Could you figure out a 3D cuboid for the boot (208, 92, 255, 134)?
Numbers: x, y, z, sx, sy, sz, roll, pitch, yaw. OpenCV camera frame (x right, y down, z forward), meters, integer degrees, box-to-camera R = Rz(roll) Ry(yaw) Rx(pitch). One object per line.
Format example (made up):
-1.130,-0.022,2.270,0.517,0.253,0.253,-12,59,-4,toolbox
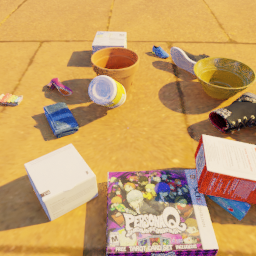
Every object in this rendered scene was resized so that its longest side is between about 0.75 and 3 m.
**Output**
4.398,-0.194,9.818,2.022,0.966,2.677,-23,41,-20,boot

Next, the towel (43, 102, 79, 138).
-2.487,-0.352,10.375,0.932,0.405,1.669,-18,45,-20,towel

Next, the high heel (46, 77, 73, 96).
-2.770,-1.814,11.947,1.468,0.495,0.704,15,53,35,high heel

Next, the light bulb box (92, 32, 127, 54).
-0.875,-4.037,14.017,1.580,0.995,1.594,2,41,3,light bulb box

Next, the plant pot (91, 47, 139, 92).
-0.529,-2.363,11.876,1.978,1.384,1.978,1,42,0,plant pot

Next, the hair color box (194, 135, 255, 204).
3.419,1.244,7.842,2.888,0.923,1.601,11,35,2,hair color box

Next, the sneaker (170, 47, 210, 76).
3.072,-3.285,13.409,1.115,0.795,2.249,-26,54,-29,sneaker

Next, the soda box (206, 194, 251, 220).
2.754,1.999,7.779,0.363,0.384,1.132,-31,51,-30,soda box

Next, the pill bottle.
-0.671,-1.275,10.379,1.023,1.023,1.839,13,1,14,pill bottle

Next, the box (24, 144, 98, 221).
-1.868,1.478,7.901,1.503,0.988,1.511,-24,47,-24,box

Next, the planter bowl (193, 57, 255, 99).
3.896,-1.921,11.654,2.472,1.029,2.472,0,43,0,planter bowl

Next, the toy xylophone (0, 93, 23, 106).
-4.733,-1.198,11.438,0.956,0.240,0.700,4,42,4,toy xylophone

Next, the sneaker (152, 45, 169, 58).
1.664,-3.914,14.327,0.358,0.426,1.086,-31,52,-33,sneaker

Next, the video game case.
0.767,2.197,7.491,2.676,0.479,2.425,-1,42,-1,video game case
